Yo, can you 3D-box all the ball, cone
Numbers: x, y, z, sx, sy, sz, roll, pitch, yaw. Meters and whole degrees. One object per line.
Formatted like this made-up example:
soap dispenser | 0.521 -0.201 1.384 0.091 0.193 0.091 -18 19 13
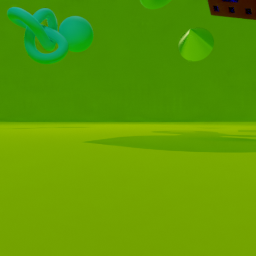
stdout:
ball | -1.817 -3.283 9.832 1.199 1.199 1.199 0 1 0
cone | 1.997 -2.771 8.557 1.125 1.125 1.129 1 -7 22

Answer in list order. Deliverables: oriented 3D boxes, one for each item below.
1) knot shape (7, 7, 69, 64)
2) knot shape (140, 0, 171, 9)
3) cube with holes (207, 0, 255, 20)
knot shape | -2.661 -3.002 8.771 0.919 1.990 1.862 -32 19 25
knot shape | 0.790 -3.652 5.679 0.961 1.947 2.081 6 -5 0
cube with holes | 2.729 -3.547 6.524 1.321 1.321 1.321 31 -17 44
